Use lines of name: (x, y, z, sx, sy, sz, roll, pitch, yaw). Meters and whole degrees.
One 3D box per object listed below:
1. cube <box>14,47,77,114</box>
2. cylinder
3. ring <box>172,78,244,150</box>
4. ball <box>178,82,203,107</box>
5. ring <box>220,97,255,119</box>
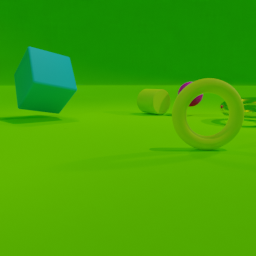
cube: (-2.615, -1.437, 8.785, 1.373, 1.373, 1.373, 6, -35, -39)
cylinder: (0.925, -0.968, 10.161, 0.881, 0.881, 0.881, -7, 11, -36)
ring: (1.374, -0.229, 4.821, 1.238, 1.238, 0.248, 0, 9, 0)
ball: (2.179, -1.177, 9.782, 0.866, 0.866, 0.866, 0, 9, 0)
ring: (3.586, -0.601, 8.069, 1.802, 0.360, 1.802, -5, 13, 1)
